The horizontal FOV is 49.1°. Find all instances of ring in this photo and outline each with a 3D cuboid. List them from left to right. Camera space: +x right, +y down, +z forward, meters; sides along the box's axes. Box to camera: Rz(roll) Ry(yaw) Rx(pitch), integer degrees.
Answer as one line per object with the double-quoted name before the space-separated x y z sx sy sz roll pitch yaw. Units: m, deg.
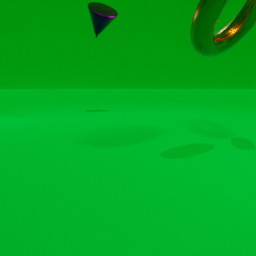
"ring" 1.292 -1.468 3.383 1.354 1.354 0.271 -10 50 -49

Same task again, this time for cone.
"cone" -1.027 -3.729 10.051 1.090 1.094 1.090 13 41 -12
